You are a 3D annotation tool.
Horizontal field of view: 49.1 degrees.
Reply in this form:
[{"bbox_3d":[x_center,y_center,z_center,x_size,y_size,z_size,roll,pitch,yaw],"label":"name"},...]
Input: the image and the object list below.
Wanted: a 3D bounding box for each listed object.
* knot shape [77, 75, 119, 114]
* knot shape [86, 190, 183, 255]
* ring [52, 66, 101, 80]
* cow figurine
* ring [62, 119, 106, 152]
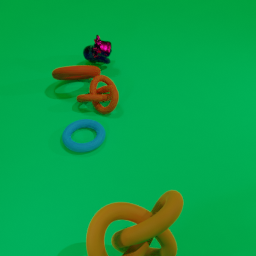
[{"bbox_3d":[-0.828,-1.112,8.764,1.381,0.638,1.293,11,52,17],"label":"knot shape"},{"bbox_3d":[0.298,1.704,4.723,1.673,1.788,0.826,-47,44,9],"label":"knot shape"},{"bbox_3d":[-1.677,-1.784,9.141,1.571,0.314,1.571,-4,5,0],"label":"ring"},{"bbox_3d":[-1.111,-2.695,9.817,1.399,0.768,1.377,6,-1,28],"label":"cow figurine"},{"bbox_3d":[-1.225,0.196,7.785,1.201,0.240,1.201,0,44,0],"label":"ring"}]
